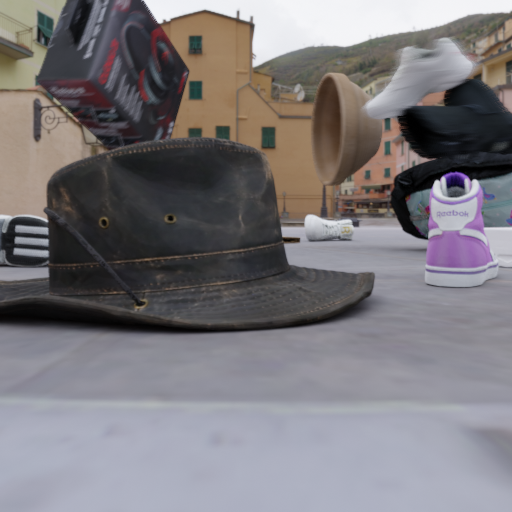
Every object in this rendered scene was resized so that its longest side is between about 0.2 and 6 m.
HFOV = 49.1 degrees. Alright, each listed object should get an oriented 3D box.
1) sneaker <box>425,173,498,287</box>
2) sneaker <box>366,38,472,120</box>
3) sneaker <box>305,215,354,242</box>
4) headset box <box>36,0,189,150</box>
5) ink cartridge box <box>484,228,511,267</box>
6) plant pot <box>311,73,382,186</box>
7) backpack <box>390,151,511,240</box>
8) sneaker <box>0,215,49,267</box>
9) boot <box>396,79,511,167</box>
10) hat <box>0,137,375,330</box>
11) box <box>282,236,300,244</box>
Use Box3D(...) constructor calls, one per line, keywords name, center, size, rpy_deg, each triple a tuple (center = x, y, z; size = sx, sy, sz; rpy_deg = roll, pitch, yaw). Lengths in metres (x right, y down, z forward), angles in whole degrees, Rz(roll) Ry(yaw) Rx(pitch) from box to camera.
Box3D(name="sneaker", center=(2.543, -0.348, 6.864), size=(0.816, 1.283, 2.251), rpy_deg=(0, 2, 21))
Box3D(name="sneaker", center=(3.020, -3.541, 11.049), size=(2.157, 1.072, 0.840), rpy_deg=(-27, 27, 31))
Box3D(name="sneaker", center=(2.518, -0.929, 18.655), size=(1.408, 0.897, 2.436), rpy_deg=(-2, 2, 22))
Box3D(name="headset box", center=(-2.438, -3.277, 9.857), size=(1.076, 2.132, 2.868), rpy_deg=(6, -19, 21))
Box3D(name="ink cartridge box", center=(4.257, -0.143, 8.803), size=(1.414, 0.596, 1.024), rpy_deg=(-3, 5, -42))
Box3D(name="plant pot", center=(2.279, -3.081, 13.792), size=(1.238, 2.683, 2.683), rpy_deg=(-2, 4, -11))
Box3D(name="backpack", center=(5.290, -1.435, 12.298), size=(3.194, 2.423, 3.828), rpy_deg=(-36, 17, -21))
Box3D(name="sneaker", center=(-4.257, -0.274, 9.185), size=(2.729, 1.024, 1.576), rpy_deg=(11, 0, 6))
Box3D(name="boot", center=(3.513, -2.532, 10.279), size=(1.937, 0.875, 2.364), rpy_deg=(-5, 44, -15))
Box3D(name="hat", center=(-0.755, -0.319, 5.128), size=(3.626, 1.463, 3.626), rpy_deg=(0, 3, 0))
Box3D(name="box", center=(-0.082, -0.509, 17.219), size=(1.862, 0.242, 2.278), rpy_deg=(-3, 4, -40))
